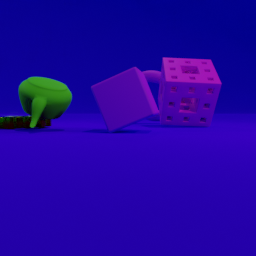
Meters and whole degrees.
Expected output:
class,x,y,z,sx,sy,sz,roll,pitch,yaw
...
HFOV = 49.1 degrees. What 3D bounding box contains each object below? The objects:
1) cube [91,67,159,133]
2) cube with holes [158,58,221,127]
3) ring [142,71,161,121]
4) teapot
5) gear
class,x,y,z,sx,sy,sz,roll,pitch,yaw
cube,-0.022,-0.560,5.788,0.980,0.980,0.980,-22,0,12
cube with holes,1.604,-1.001,7.746,1.354,1.354,1.354,3,39,1
ring,0.875,-1.084,9.796,1.941,1.941,0.388,1,34,22
teapot,-1.820,-0.562,6.067,1.118,0.881,1.799,14,20,-9
gear,-2.798,-0.166,7.325,1.530,0.283,1.530,-1,4,0
